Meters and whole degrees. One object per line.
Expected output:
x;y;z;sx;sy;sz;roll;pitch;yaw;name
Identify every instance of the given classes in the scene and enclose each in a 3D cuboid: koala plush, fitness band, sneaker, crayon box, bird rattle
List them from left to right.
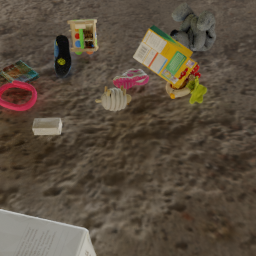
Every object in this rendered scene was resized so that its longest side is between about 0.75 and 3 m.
-4.967;-1.456;12.485;1.892;0.354;1.358;15;60;12;fitness band
-3.325;-3.455;14.121;0.807;0.960;2.450;2;66;-20;sneaker
0.073;-2.350;13.183;1.724;0.701;0.760;-11;49;-20;sneaker
1.628;-3.034;12.057;2.449;1.540;0.632;36;43;1;crayon box
2.824;-4.362;14.170;2.664;2.448;2.362;-42;48;-6;koala plush
2.554;-2.106;12.686;1.776;1.227;2.179;-19;49;10;bird rattle

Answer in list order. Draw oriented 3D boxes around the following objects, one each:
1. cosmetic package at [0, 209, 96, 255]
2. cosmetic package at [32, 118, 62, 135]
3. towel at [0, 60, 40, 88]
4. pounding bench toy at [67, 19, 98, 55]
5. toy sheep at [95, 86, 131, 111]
-2.543;3.723;6.956;2.833;2.371;2.357;10;51;8;cosmetic package
-3.268;-0.067;11.372;1.064;0.452;0.573;0;49;-1;cosmetic package
-5.343;-2.673;13.724;1.769;0.192;1.298;37;58;27;towel
-2.257;-4.490;13.956;1.314;1.650;2.115;-1;22;0;pounding bench toy
-0.612;-1.232;11.940;1.590;1.097;1.097;-3;49;-17;toy sheep
